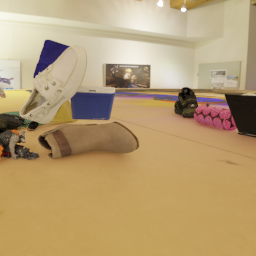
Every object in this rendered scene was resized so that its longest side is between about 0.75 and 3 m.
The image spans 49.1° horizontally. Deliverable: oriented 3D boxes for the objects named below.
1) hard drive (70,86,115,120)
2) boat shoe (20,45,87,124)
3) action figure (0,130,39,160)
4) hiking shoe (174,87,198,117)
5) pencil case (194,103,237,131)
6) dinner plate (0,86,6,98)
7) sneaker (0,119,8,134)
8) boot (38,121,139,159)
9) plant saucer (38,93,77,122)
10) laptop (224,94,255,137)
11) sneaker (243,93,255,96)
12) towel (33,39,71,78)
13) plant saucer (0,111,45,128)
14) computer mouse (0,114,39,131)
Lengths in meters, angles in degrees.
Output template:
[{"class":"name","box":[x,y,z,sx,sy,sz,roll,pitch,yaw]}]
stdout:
[{"class":"hard drive","box":[-1.368,-0.883,10.605,1.552,0.298,2.352,1,-21,-8]},{"class":"boat shoe","box":[-2.165,-1.155,7.839,0.975,2.813,0.996,4,44,-49]},{"class":"action figure","box":[-2.803,0.406,6.474,1.430,0.748,1.384,4,20,18]},{"class":"hiking shoe","box":[3.001,-1.363,14.152,1.070,1.422,2.825,-1,10,-4]},{"class":"pencil case","box":[3.439,-0.429,10.729,0.949,0.920,2.027,18,6,-21]},{"class":"dinner plate","box":[-11.913,-3.630,25.372,2.239,2.239,0.271,9,53,39]},{"class":"sneaker","box":[-4.280,0.052,9.310,0.597,0.500,1.316,9,18,0]},{"class":"boot","box":[-1.088,0.362,6.864,1.695,0.814,2.319,-16,17,-36]},{"class":"plant saucer","box":[-3.103,-0.856,11.934,0.378,1.558,1.558,-37,-20,34]},{"class":"laptop","box":[4.596,-0.331,8.555,2.424,1.405,2.269,-7,13,-34]},{"class":"sneaker","box":[5.817,-1.129,12.830,2.310,0.860,1.006,8,16,44]},{"class":"towel","box":[-2.381,-2.101,9.273,1.159,1.569,0.389,15,-25,-17]},{"class":"plant saucer","box":[-4.499,-0.417,11.783,2.377,0.427,2.377,0,10,0]},{"class":"computer mouse","box":[-4.238,-0.423,10.555,2.054,0.473,1.442,1,29,7]}]
